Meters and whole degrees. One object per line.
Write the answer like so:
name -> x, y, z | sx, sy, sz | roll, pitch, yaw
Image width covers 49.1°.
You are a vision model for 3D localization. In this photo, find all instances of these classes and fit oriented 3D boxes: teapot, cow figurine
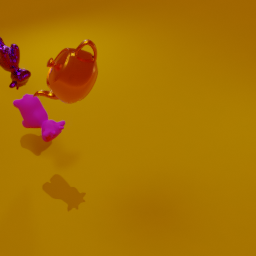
teapot -> -0.833, -0.722, 3.815 | 0.608, 1.241, 0.772 | 27, 38, -34
cow figurine -> -3.266, -1.740, 7.706 | 1.245, 1.225, 0.683 | 29, 48, 17
cow figurine -> -2.040, -0.252, 6.477 | 1.150, 1.168, 0.641 | 6, 34, 42
